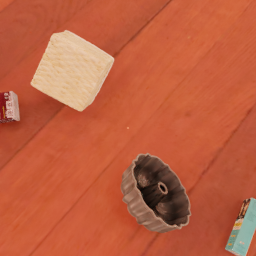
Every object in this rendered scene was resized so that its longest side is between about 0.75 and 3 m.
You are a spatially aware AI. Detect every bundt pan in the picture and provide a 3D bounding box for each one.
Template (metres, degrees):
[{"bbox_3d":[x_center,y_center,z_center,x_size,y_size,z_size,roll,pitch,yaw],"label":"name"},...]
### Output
[{"bbox_3d":[0.616,1.686,7.085,0.775,2.064,2.064,-41,69,30],"label":"bundt pan"}]

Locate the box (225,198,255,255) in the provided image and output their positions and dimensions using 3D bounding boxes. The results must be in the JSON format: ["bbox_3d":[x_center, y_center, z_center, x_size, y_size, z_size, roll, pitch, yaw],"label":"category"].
[{"bbox_3d":[3.063,2.593,7.365,0.357,0.597,1.451,26,71,11],"label":"box"}]

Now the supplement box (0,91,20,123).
[{"bbox_3d":[-4.059,-0.543,8.250,1.525,0.464,0.830,-9,81,-3],"label":"supplement box"}]

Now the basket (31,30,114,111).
[{"bbox_3d":[-1.534,-1.602,7.999,1.727,1.389,1.711,29,109,-8],"label":"basket"}]
